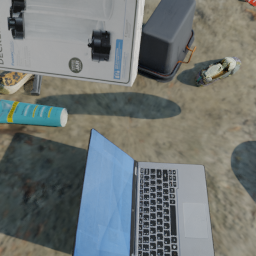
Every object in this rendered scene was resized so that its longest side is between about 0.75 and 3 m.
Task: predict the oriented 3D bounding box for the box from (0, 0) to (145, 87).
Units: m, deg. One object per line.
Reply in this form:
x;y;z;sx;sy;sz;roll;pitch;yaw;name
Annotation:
-1.136;-1.704;4.942;2.698;1.574;0.811;9;26;5;box

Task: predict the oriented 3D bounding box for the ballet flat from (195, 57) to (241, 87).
2.884;-1.836;8.664;1.750;0.629;0.629;-29;69;-13;ballet flat

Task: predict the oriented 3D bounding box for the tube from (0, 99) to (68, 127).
-2.843;-0.404;8.105;2.119;0.534;0.821;5;53;7;tube

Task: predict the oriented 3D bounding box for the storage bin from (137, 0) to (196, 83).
1.279;-2.826;8.580;1.720;1.588;2.364;25;69;11;storage bin

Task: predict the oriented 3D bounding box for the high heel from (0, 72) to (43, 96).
-3.522;-1.714;8.517;1.851;0.661;1.319;7;71;-15;high heel

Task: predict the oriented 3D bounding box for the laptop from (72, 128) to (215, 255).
0.552;1.657;6.233;2.958;1.714;2.769;3;56;1;laptop

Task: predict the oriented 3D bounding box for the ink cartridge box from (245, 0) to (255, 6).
4.462;-4.886;10.253;0.504;0.233;0.926;-39;70;-16;ink cartridge box
